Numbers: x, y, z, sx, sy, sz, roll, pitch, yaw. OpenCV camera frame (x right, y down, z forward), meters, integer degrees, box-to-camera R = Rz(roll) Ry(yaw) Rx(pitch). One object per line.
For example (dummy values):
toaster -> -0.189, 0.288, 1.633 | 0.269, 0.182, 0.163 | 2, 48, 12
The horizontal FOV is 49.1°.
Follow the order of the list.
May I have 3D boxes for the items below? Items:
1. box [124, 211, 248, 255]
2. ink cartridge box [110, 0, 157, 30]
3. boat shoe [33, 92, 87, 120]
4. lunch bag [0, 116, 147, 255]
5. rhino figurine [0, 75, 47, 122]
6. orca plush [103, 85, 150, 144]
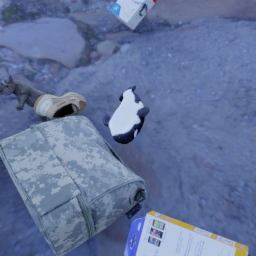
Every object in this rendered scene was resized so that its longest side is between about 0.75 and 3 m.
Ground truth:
box -> 0.971, 2.412, 5.160 | 2.090, 0.434, 1.244 | 15, 89, 26
ink cartridge box -> 0.318, -4.552, 10.028 | 1.003, 0.581, 1.726 | 45, 101, 25
boat shoe -> -1.680, -0.510, 7.746 | 0.666, 2.064, 0.735 | 32, 110, 16
lunch bag -> -1.244, 1.125, 6.569 | 2.389, 1.985, 2.848 | -29, 54, -21
rhino figurine -> -2.956, -0.903, 8.003 | 0.555, 1.858, 0.812 | -7, 62, 43
orca plush -> 0.001, -0.204, 7.411 | 1.216, 0.822, 2.312 | -21, 31, 2
